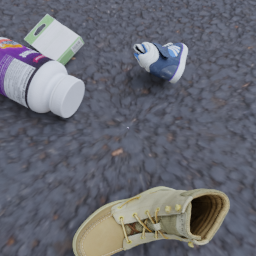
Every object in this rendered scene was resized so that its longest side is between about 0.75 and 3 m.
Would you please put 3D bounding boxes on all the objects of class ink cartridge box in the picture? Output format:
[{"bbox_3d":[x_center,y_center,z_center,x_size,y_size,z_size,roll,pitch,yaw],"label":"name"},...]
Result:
[{"bbox_3d":[-2.400,-2.805,9.061,1.646,0.395,1.198,39,85,22],"label":"ink cartridge box"}]

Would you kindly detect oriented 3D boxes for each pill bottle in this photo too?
[{"bbox_3d":[-2.512,-1.270,7.402,2.568,1.430,1.430,26,55,11],"label":"pill bottle"}]

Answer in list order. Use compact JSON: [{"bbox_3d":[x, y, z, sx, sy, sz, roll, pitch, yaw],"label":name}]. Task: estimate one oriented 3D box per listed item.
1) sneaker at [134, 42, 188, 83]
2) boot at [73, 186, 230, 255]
[{"bbox_3d":[0.905,-2.217,8.147,1.474,0.811,2.013,27,41,-11],"label":"sneaker"},{"bbox_3d":[0.358,1.634,4.703,2.337,1.816,0.851,-17,88,-29],"label":"boot"}]
